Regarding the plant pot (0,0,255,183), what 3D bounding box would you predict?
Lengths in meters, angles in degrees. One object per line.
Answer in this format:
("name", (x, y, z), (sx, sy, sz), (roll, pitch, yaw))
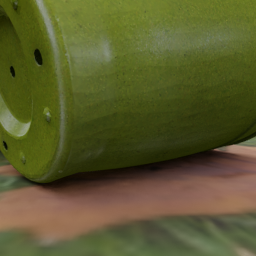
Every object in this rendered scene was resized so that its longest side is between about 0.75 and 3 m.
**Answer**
("plant pot", (-0.028, -0.744, 2.947), (2.673, 2.776, 2.776), (-19, 16, -39))
